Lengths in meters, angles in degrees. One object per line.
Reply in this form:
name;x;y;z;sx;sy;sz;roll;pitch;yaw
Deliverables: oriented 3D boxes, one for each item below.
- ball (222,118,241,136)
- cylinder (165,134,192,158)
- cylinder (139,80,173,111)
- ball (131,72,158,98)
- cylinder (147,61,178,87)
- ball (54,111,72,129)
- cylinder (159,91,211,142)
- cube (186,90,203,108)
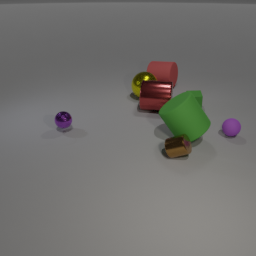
ball;4.024;-0.032;10.896;0.700;0.700;0.700;0;28;0
cylinder;1.710;0.614;9.539;0.700;0.700;0.700;-19;17;30
cylinder;1.329;-1.495;13.030;1.400;1.400;1.400;6;28;10
ball;0.865;-2.192;14.405;1.400;1.400;1.400;0;28;0
cylinder;1.954;-3.062;15.918;1.400;1.400;1.400;10;29;28
ball;-2.596;-0.325;11.255;0.700;0.700;0.700;0;28;0
cylinder;2.080;-0.386;10.306;1.400;1.400;1.400;-35;14;10
cube;3.159;-1.344;13.425;0.700;0.700;0.700;0;32;6
